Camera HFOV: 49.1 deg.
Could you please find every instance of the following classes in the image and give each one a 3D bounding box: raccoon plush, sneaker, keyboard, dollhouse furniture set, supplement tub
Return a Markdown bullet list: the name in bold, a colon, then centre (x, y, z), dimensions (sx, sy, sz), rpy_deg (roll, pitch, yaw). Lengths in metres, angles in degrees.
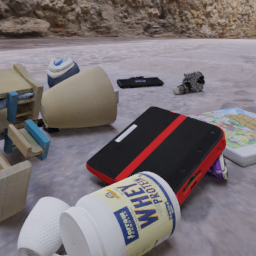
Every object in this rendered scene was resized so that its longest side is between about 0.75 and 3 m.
- **raccoon plush**: centre (2.595, -2.155, 12.983), dimensions (1.951, 0.944, 1.307), rpy_deg (-10, 16, -23)
- **sneaker**: centre (1.660, 0.753, 6.242), dimensions (0.658, 0.636, 1.577), rpy_deg (-20, 17, -8)
- **keyboard**: centre (0.572, -2.313, 14.128), dimensions (2.241, 0.287, 1.346), rpy_deg (-5, 29, -15)
- **dollhouse furniture set**: centre (-2.510, 0.368, 5.807), dimensions (2.884, 2.021, 2.033), rpy_deg (41, 39, 24)
- **supplement tub**: centre (-0.102, 1.315, 3.942), dimensions (1.456, 1.056, 1.056), rpy_deg (-16, 27, -36)
- **sneaker**: centre (-1.899, -2.058, 11.218), dimensions (2.623, 1.920, 1.057), rpy_deg (-10, 24, -24)

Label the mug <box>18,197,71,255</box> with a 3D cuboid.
- **mug**: centre (-1.111, 1.553, 4.056), dimensions (0.864, 0.638, 0.758), rpy_deg (30, 39, -3)

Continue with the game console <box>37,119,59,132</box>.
- **game console**: centre (-2.554, -0.067, 8.654), dimensions (0.722, 0.148, 1.224), rpy_deg (-16, 25, -33)

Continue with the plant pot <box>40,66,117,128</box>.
- **plant pot**: centre (-1.602, -0.748, 8.375), dimensions (1.962, 1.837, 1.837), rpy_deg (-18, 27, -23)

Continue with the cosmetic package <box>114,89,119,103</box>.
- **cosmetic package**: centre (-1.039, -1.133, 10.750), dimensions (0.723, 0.610, 1.353), rpy_deg (19, 26, 38)

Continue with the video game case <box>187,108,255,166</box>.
- **video game case**: centre (3.181, 0.077, 8.040), dimensions (2.631, 0.319, 2.890), rpy_deg (-10, 23, -23)

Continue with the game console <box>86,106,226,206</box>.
- **game console**: centre (0.628, 0.484, 5.834), dimensions (2.127, 0.373, 2.405), rpy_deg (21, 48, 38)
